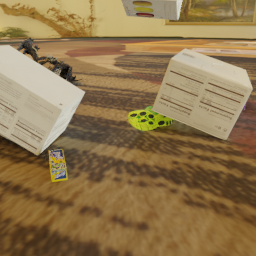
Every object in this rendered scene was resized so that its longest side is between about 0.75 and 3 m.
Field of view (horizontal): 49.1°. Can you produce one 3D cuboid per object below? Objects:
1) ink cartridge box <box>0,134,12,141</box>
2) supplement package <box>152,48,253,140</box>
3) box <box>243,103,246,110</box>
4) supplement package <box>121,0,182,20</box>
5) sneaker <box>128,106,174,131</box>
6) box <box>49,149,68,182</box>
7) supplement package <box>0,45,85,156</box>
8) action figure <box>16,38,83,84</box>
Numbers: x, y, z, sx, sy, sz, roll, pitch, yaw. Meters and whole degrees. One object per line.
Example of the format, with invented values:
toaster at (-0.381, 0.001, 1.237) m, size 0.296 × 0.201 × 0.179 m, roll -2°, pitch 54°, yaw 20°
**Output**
ink cartridge box at (-3.096, -0.416, 7.113) m, size 1.804 × 0.367 × 1.807 m, roll 27°, pitch 18°, yaw -11°
supplement package at (2.083, -1.103, 7.820) m, size 2.019 × 1.437 × 2.592 m, roll 23°, pitch 25°, yaw 10°
box at (3.904, -1.099, 9.500) m, size 0.200 × 0.699 × 1.021 m, roll 7°, pitch 23°, yaw 18°
supplement package at (0.556, -2.946, 6.268) m, size 1.247 × 0.683 × 0.709 m, roll 10°, pitch -11°, yaw 15°
sneaker at (0.589, -0.279, 7.688) m, size 1.538 × 0.570 × 0.643 m, roll -4°, pitch 17°, yaw -35°
box at (-1.367, 0.707, 5.437) m, size 0.295 × 0.271 × 0.842 m, roll -7°, pitch 23°, yaw -15°
supplement package at (-2.415, -0.737, 6.405) m, size 2.243 × 1.244 × 1.747 m, roll 32°, pitch 20°, yaw -4°
action figure at (-3.454, -2.562, 12.304) m, size 2.821 × 1.440 × 1.677 m, roll 37°, pitch -12°, yaw -7°
